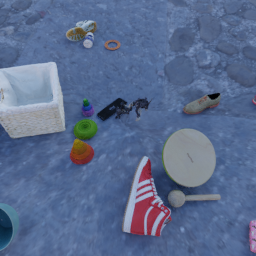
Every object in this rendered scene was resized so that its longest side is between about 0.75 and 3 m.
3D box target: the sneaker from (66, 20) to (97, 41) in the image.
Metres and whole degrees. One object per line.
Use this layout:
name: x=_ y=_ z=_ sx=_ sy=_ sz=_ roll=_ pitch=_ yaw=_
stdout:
sneaker: x=-2.696 y=-5.408 z=15.507 sx=0.873 sy=0.753 sz=1.990 roll=32 pitch=51 yaw=33

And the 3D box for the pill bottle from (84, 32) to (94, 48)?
pill bottle: x=-2.098 y=-4.752 z=15.074 sx=0.471 sy=0.471 sz=0.849 roll=3 pitch=52 yaw=2

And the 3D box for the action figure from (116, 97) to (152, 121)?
action figure: x=0.344 y=-0.793 z=11.536 sx=1.563 sy=0.798 sz=0.929 roll=-10 pitch=29 yaw=28

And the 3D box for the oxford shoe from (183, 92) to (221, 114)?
oxford shoe: x=3.221 y=-1.144 z=12.197 sx=1.798 sy=0.672 sz=0.633 roll=-21 pitch=56 yaw=-15

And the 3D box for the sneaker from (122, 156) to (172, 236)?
sneaker: x=0.828 y=2.279 z=9.416 sx=1.501 sy=0.951 sz=2.669 roll=9 pitch=61 yaw=12

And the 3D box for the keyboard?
keyboard: x=-0.571 y=-0.757 z=12.243 sx=0.914 sy=0.148 sz=1.438 roll=35 pitch=61 yaw=31

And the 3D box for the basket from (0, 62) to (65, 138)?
basket: x=-3.900 y=-1.083 z=11.346 sx=2.430 sy=1.954 sz=2.408 roll=-8 pitch=53 yaw=-7

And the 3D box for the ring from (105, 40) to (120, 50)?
ring: x=-0.834 y=-4.471 z=15.108 sx=0.860 sy=0.082 sz=0.860 roll=0 pitch=53 yaw=-1

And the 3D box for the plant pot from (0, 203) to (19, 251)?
plant pot: x=-4.022 y=2.961 z=8.774 sx=1.428 sy=0.961 sz=1.428 roll=0 pitch=93 yaw=6

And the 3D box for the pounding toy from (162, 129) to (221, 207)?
pounding toy: x=2.039 y=1.399 z=10.172 sx=2.025 sy=1.217 sz=2.623 roll=-5 pitch=81 yaw=-17

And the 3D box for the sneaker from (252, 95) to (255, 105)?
sneaker: x=5.938 y=-1.063 z=12.327 sx=0.405 sy=0.375 sz=1.005 roll=-32 pitch=60 yaw=-22

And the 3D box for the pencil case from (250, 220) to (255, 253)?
pencil case: x=4.098 y=3.436 z=8.883 sx=0.429 sy=0.410 sz=0.992 roll=11 pitch=52 yaw=5

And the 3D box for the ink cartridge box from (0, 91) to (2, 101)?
ink cartridge box: x=-5.786 y=-1.303 z=12.497 sx=1.264 sy=0.444 sz=2.118 roll=0 pitch=54 yaw=0

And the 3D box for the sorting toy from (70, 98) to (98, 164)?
sorting toy: x=-1.796 y=-0.042 z=11.127 sx=1.002 sy=0.995 sz=2.890 roll=-1 pitch=54 yaw=5
